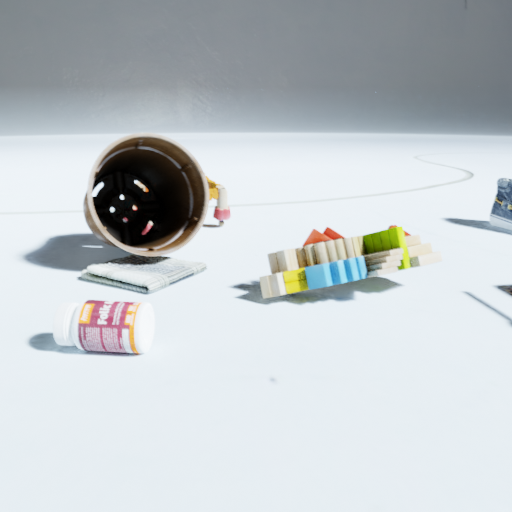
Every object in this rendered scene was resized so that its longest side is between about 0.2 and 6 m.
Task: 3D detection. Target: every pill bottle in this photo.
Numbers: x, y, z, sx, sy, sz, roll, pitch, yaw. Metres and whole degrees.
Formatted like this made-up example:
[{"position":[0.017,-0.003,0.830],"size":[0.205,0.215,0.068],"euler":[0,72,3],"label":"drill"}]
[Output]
[{"position":[-1.583,0.730,5.859],"size":[0.937,0.535,0.535],"euler":[2,15,5],"label":"pill bottle"}]

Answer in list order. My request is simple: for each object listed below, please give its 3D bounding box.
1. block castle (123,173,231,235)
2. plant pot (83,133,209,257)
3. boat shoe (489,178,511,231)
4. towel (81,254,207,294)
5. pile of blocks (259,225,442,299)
[{"position":[-1.659,-0.986,11.473],"size":[2.011,0.943,1.343],"euler":[-16,32,-29],"label":"block castle"},{"position":[-1.987,-0.897,9.254],"size":[1.881,1.881,1.862],"euler":[-8,1,-27],"label":"plant pot"},{"position":[5.501,-0.941,11.020],"size":[0.797,1.022,2.252],"euler":[-6,16,-20],"label":"boat shoe"},{"position":[-1.682,0.182,8.411],"size":[1.442,0.249,1.388],"euler":[8,18,30],"label":"towel"},{"position":[1.241,-0.063,7.428],"size":[2.518,0.782,1.034],"euler":[-11,-3,-17],"label":"pile of blocks"}]
